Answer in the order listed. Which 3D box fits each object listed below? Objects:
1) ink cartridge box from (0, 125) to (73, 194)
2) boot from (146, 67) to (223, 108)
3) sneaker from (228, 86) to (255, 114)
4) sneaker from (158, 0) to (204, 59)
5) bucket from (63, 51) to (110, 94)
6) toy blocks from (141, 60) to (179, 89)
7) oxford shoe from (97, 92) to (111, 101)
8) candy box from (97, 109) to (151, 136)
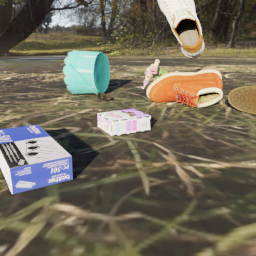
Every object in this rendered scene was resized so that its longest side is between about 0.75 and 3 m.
[{"bbox_3d":[-2.026,0.504,5.652,1.070,0.503,2.277,-9,19,-30],"label":"ink cartridge box"},{"bbox_3d":[2.132,-1.388,10.770,2.974,1.116,1.595,-11,43,16],"label":"boot"},{"bbox_3d":[5.065,-0.910,9.747,2.825,0.947,1.268,6,4,30],"label":"sneaker"},{"bbox_3d":[1.646,-3.586,8.588,1.022,2.808,1.189,-25,-7,12],"label":"sneaker"},{"bbox_3d":[-1.800,-2.496,12.734,1.397,2.147,2.147,5,18,19],"label":"bucket"},{"bbox_3d":[1.439,-2.203,13.606,1.507,1.357,1.612,25,-14,-15],"label":"toy blocks"},{"bbox_3d":[-1.006,-1.317,11.861,0.378,0.326,0.896,-2,23,-37],"label":"oxford shoe"},{"bbox_3d":[-0.128,-0.187,7.961,1.217,0.435,1.021,-9,20,-27],"label":"candy box"}]
